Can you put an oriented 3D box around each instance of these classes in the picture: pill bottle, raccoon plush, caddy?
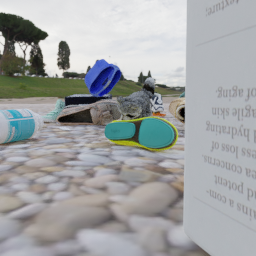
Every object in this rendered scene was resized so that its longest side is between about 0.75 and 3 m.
[{"bbox_3d":[-2.869,-0.073,7.139,0.808,0.808,1.459,3,7,28],"label":"pill bottle"},{"bbox_3d":[0.207,-1.008,8.554,0.951,1.966,1.317,2,-24,16],"label":"raccoon plush"},{"bbox_3d":[-0.905,-1.813,10.368,1.030,1.457,0.765,15,33,-49],"label":"caddy"}]

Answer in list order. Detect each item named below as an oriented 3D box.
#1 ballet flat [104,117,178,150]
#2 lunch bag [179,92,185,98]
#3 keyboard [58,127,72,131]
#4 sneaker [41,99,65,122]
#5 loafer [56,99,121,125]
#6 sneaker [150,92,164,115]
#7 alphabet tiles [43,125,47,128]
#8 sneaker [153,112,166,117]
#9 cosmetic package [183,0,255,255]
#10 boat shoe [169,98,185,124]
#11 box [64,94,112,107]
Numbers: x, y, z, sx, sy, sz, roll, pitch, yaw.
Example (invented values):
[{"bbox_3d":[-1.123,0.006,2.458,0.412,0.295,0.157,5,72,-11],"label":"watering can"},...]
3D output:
[{"bbox_3d":[0.367,0.129,6.255,2.081,0.695,0.697,3,-10,44],"label":"ballet flat"},{"bbox_3d":[4.531,-1.428,15.626,2.347,1.680,2.755,-7,15,-42],"label":"lunch bag"},{"bbox_3d":[-2.195,0.025,9.708,0.263,0.050,0.935,-3,7,-26],"label":"keyboard"},{"bbox_3d":[-3.343,-0.779,12.586,0.634,1.017,1.723,5,9,27],"label":"sneaker"},{"bbox_3d":[-1.469,-0.477,11.028,2.808,1.009,0.883,-5,22,18],"label":"loafer"},{"bbox_3d":[1.530,-1.422,16.273,0.758,1.236,1.900,3,-8,-10],"label":"sneaker"},{"bbox_3d":[-4.053,-0.035,10.139,2.015,0.076,1.684,-4,7,-29],"label":"alphabet tiles"},{"bbox_3d":[1.784,-0.769,15.807,0.782,0.302,0.285,0,5,-11],"label":"sneaker"},{"bbox_3d":[1.751,-0.367,1.465,2.167,2.605,2.180,-2,7,-20],"label":"cosmetic package"},{"bbox_3d":[1.964,-0.541,9.227,0.829,0.884,2.397,3,13,-26],"label":"boat shoe"},{"bbox_3d":[-1.715,-0.934,12.834,1.937,1.194,1.921,0,11,1],"label":"box"}]
